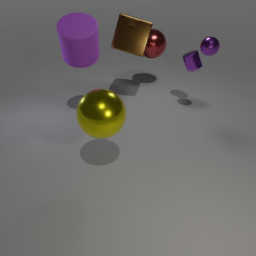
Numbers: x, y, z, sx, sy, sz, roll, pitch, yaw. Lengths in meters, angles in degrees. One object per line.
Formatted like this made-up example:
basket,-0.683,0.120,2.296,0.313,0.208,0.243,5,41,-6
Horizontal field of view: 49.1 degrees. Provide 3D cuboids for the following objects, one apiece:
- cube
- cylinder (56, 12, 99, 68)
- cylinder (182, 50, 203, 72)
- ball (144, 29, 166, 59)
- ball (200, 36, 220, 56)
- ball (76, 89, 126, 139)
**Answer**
cube,0.176,-3.930,11.979,1.400,1.400,1.400,16,16,-2
cylinder,-1.756,-3.140,10.085,1.400,1.400,1.400,1,57,-2
cylinder,2.790,-2.899,12.121,0.700,0.700,0.700,-22,22,9
ball,1.189,-4.143,13.800,1.400,1.400,1.400,0,31,0
ball,3.032,-3.026,10.371,0.700,0.700,0.700,0,31,0
ball,-0.742,-0.395,7.845,1.400,1.400,1.400,0,31,0
